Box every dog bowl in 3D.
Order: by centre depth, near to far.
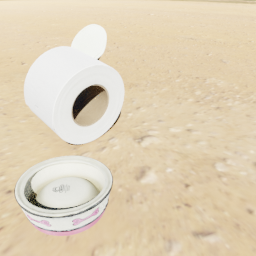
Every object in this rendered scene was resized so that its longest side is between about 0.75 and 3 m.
[{"bbox_3d":[-1.095,1.186,5.001,1.673,0.617,1.673,0,28,0],"label":"dog bowl"}]

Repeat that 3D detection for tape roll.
[{"bbox_3d":[-1.333,-0.839,7.125,2.120,2.120,1.455,-23,44,-35],"label":"tape roll"}]

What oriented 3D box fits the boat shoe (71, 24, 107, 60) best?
[{"bbox_3d":[-1.540,-2.196,9.492,1.059,0.899,2.910,21,71,-12],"label":"boat shoe"}]
